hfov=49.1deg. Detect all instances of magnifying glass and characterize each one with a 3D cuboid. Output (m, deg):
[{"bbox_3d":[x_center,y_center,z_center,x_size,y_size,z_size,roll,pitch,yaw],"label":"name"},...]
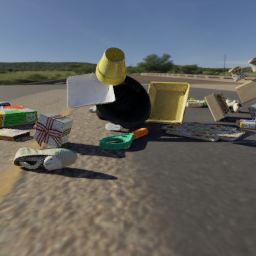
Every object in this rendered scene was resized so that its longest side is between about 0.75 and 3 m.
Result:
[{"bbox_3d":[-0.037,0.319,9.280,0.947,0.266,2.379,7,13,32],"label":"magnifying glass"}]

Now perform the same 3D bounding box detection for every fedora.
[{"bbox_3d":[-0.411,-0.997,12.183,2.875,2.875,1.313,-8,-21,-35],"label":"fedora"}]

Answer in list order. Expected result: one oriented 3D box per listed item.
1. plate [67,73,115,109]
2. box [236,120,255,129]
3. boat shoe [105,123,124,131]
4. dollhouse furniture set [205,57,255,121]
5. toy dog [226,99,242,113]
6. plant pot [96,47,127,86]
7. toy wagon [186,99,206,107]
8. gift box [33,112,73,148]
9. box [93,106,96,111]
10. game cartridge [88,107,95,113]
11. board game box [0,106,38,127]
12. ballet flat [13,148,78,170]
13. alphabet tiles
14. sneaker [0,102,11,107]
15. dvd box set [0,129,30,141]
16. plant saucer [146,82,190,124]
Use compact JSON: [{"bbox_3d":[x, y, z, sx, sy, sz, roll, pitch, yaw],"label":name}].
[{"bbox_3d":[-1.452,-1.452,10.869,1.790,0.290,1.794,-9,50,-2],"label":"plate"},{"bbox_3d":[5.212,-0.145,11.575,1.254,0.260,0.746,4,12,7],"label":"box"},{"bbox_3d":[-0.534,0.008,10.893,0.815,0.294,0.253,10,-13,39],"label":"boat shoe"},{"bbox_3d":[5.315,-1.545,13.061,2.836,2.605,1.845,-26,-4,30],"label":"dollhouse furniture set"},{"bbox_3d":[5.964,-1.225,15.816,0.977,0.703,1.007,-17,22,-38],"label":"toy dog"},{"bbox_3d":[-0.570,-2.372,10.506,1.167,1.167,1.098,-3,-29,-13],"label":"plant pot"},{"bbox_3d":[4.405,-1.702,18.854,1.554,0.396,2.003,3,11,13],"label":"toy wagon"},{"bbox_3d":[-2.312,0.111,8.733,0.936,1.014,0.947,15,10,9],"label":"gift box"},{"bbox_3d":[-1.296,-1.343,14.574,0.481,1.238,0.588,-1,-25,38],"label":"box"},{"bbox_3d":[-1.518,-1.036,15.950,1.391,0.284,0.926,1,16,6],"label":"game cartridge"},{"bbox_3d":[-5.659,-0.573,12.907,2.046,0.539,2.673,-9,15,-39],"label":"board game box"},{"bbox_3d":[-1.977,0.795,6.658,1.629,0.549,0.508,0,39,19],"label":"ballet flat"},{"bbox_3d":[2.808,0.081,10.620,2.780,0.088,2.313,10,17,37],"label":"alphabet tiles"},{"bbox_3d":[-7.235,-1.057,15.418,1.525,0.572,0.644,-17,41,-24],"label":"sneaker"},{"bbox_3d":[-4.232,0.229,9.886,1.209,0.178,0.884,4,12,19],"label":"dvd box set"},{"bbox_3d":[1.773,-1.082,12.753,1.980,1.981,0.480,7,-13,29],"label":"plant saucer"}]
